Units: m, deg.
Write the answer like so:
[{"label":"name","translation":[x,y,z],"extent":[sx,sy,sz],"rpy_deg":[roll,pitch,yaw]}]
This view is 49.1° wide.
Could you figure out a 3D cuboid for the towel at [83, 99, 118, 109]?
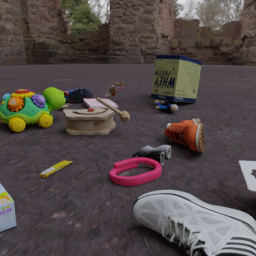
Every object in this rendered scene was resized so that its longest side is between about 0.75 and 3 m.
[{"label":"towel","translation":[-1.457,-1.218,14.463],"extent":[1.465,0.300,2.003],"rpy_deg":[-3,17,-18]}]

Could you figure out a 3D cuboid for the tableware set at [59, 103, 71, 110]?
[{"label":"tableware set","translation":[-3.310,-1.028,13.931],"extent":[0.645,0.195,0.975],"rpy_deg":[-29,25,-36]}]

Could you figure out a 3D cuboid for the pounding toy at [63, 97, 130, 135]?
[{"label":"pounding toy","translation":[-1.169,-0.595,10.250],"extent":[2.451,1.406,1.402],"rpy_deg":[0,21,-1]}]

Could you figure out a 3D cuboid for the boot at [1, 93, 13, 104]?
[{"label":"boot","translation":[-5.054,-1.053,13.614],"extent":[2.013,0.732,2.138],"rpy_deg":[1,22,-26]}]

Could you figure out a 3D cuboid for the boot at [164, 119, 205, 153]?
[{"label":"boot","translation":[1.734,0.245,8.665],"extent":[1.210,0.847,2.257],"rpy_deg":[-3,9,7]}]

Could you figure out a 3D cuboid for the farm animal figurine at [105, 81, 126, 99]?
[{"label":"farm animal figurine","translation":[-0.730,-2.175,15.346],"extent":[1.076,0.561,1.064],"rpy_deg":[-45,16,-31]}]

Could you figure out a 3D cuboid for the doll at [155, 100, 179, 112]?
[{"label":"doll","translation":[1.855,-1.021,13.446],"extent":[1.166,0.414,1.708],"rpy_deg":[-2,14,-21]}]

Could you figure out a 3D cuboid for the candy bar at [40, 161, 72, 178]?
[{"label":"candy bar","translation":[-1.803,1.010,7.089],"extent":[0.260,0.116,1.043],"rpy_deg":[4,17,27]}]

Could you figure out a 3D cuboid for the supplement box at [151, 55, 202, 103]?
[{"label":"supplement box","translation":[2.578,-2.573,14.898],"extent":[1.522,2.265,2.267],"rpy_deg":[14,11,41]}]

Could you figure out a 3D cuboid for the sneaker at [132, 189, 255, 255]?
[{"label":"sneaker","translation":[0.895,1.539,4.145],"extent":[1.990,0.751,1.145],"rpy_deg":[8,16,18]}]

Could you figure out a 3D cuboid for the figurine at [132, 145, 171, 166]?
[{"label":"figurine","translation":[0.669,0.701,7.784],"extent":[0.859,0.379,0.881],"rpy_deg":[4,16,28]}]

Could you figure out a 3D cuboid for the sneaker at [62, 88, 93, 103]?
[{"label":"sneaker","translation":[-3.047,-1.791,15.505],"extent":[2.192,0.826,0.860],"rpy_deg":[-3,11,-16]}]

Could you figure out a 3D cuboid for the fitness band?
[{"label":"fitness band","translation":[0.183,1.050,6.791],"extent":[1.321,0.247,0.949],"rpy_deg":[-12,23,-33]}]

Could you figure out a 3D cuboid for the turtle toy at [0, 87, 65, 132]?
[{"label":"turtle toy","translation":[-3.797,-0.843,11.098],"extent":[2.773,1.401,2.021],"rpy_deg":[-12,20,-36]}]

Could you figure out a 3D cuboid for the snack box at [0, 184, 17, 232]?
[{"label":"snack box","translation":[-2.951,1.396,4.992],"extent":[1.385,0.556,1.642],"rpy_deg":[-12,22,-38]}]

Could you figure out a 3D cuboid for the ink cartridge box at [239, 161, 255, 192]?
[{"label":"ink cartridge box","translation":[3.255,1.261,4.997],"extent":[2.357,0.800,1.357],"rpy_deg":[4,17,13]}]
